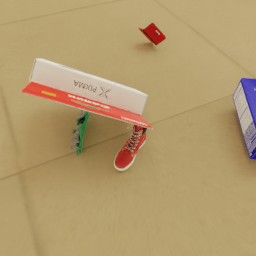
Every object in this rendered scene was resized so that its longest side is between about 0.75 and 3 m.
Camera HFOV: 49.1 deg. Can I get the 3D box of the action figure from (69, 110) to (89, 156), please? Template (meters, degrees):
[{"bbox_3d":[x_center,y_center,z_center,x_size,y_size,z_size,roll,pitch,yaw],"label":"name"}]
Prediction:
[{"bbox_3d":[-1.265,-0.044,7.473,0.390,0.843,1.427,14,38,-8],"label":"action figure"}]

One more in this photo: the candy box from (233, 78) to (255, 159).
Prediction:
[{"bbox_3d":[3.896,-0.237,7.261,1.825,0.831,2.159,4,54,-4],"label":"candy box"}]

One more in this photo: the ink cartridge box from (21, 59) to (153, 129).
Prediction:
[{"bbox_3d":[-0.890,-0.917,6.754,2.833,0.633,2.496,16,11,-15],"label":"ink cartridge box"}]

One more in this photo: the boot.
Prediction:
[{"bbox_3d":[0.074,0.386,6.847,0.457,0.911,1.263,28,57,13],"label":"boot"}]

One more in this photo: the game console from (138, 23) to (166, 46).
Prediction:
[{"bbox_3d":[0.889,-3.495,10.308,0.708,0.821,0.488,-30,41,32],"label":"game console"}]
